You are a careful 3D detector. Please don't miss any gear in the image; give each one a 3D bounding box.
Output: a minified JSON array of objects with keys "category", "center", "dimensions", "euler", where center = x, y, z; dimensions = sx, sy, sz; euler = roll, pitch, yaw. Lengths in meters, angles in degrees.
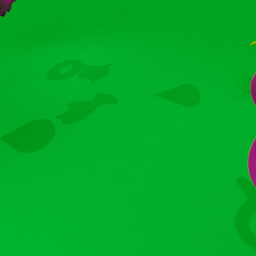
[{"category":"gear","center":[-3.133,-3.648,7.218],"dimensions":[0.279,1.509,1.509],"euler":[24,36,-14]}]

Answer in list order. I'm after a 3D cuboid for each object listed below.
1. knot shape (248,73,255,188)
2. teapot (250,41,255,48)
[{"category":"knot shape","center":[1.884,0.165,2.886],"dimensions":[1.508,0.745,1.611],"euler":[13,60,-34]},{"category":"teapot","center":[3.714,-2.578,7.159],"dimensions":[0.869,1.103,1.774],"euler":[21,62,35]}]
